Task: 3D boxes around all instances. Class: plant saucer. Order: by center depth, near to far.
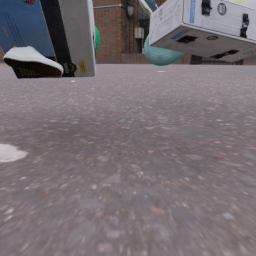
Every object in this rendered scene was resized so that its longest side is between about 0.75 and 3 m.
[{"bbox_3d":[1.309,-3.083,10.010,1.757,1.757,0.316,9,-12,30],"label":"plant saucer"}]

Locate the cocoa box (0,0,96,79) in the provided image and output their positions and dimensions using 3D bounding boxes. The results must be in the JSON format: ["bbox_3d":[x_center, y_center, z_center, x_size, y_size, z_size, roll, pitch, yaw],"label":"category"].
[{"bbox_3d":[-1.750,-2.671,5.896,1.946,1.978,2.966,-3,-26,-4],"label":"cocoa box"}]

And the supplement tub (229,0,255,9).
[{"bbox_3d":[3.457,-2.894,7.766,1.624,1.624,2.240,-6,12,-20],"label":"supplement tub"}]

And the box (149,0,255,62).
[{"bbox_3d":[1.449,-1.671,4.831,1.914,0.576,1.117,4,-2,-23],"label":"box"}]

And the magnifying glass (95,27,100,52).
[{"bbox_3d":[-1.711,-3.353,8.770,1.156,2.905,0.325,-31,-21,19],"label":"magnifying glass"}]

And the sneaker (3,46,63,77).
[{"bbox_3d":[-1.642,-1.255,5.033,1.091,0.397,0.462,16,60,3],"label":"sneaker"}]

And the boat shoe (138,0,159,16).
[{"bbox_3d":[1.277,-4.808,11.821,0.646,2.090,0.782,-38,-10,4],"label":"boat shoe"}]
